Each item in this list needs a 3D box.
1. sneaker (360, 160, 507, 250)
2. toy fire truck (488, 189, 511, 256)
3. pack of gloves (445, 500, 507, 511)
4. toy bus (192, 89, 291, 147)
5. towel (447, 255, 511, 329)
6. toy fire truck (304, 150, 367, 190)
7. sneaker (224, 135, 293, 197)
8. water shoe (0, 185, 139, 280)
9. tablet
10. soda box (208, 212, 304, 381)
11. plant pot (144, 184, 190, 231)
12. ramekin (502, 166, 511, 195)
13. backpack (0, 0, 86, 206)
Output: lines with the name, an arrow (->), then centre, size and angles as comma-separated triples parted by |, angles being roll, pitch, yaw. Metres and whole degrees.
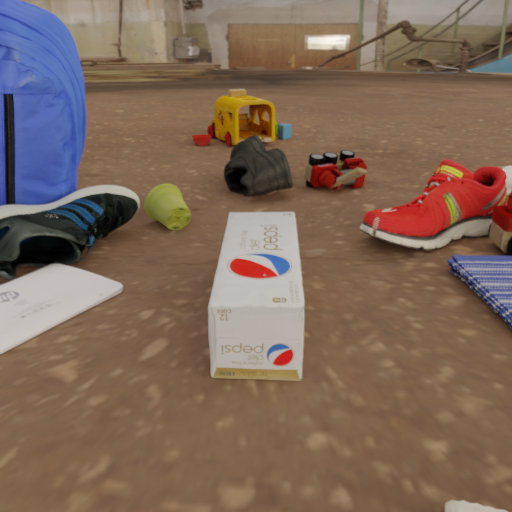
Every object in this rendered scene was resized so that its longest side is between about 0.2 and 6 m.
sneaker -> 3.015, -0.950, 9.449 | 3.106, 1.319, 1.196 | -13, 26, -29
toy fire truck -> 4.638, -1.040, 8.747 | 1.740, 1.977, 1.272 | -2, 24, -1
pack of gloves -> 2.080, 1.985, 1.962 | 3.053, 0.717, 3.634 | -5, 15, 25
toy bus -> -0.558, -4.367, 17.440 | 2.975, 1.537, 2.807 | 8, 24, 17
towel -> 3.689, 0.518, 7.422 | 1.593, 0.262, 2.201 | 0, 24, -7
toy fire truck -> 1.954, -1.788, 12.212 | 1.300, 0.950, 1.477 | -11, 36, -27
sneaker -> -0.221, -1.964, 12.435 | 1.250, 1.046, 2.755 | -22, 22, -12
water shoe -> -2.902, -0.304, 8.774 | 2.813, 1.006, 1.110 | -21, 57, -42
tablet -> -3.030, 0.641, 7.148 | 1.505, 0.158, 2.313 | 14, 26, 30
soda box -> 0.039, 0.332, 6.888 | 0.983, 0.918, 2.885 | 1, 22, 2
plant pot -> -1.537, -0.819, 10.085 | 0.744, 0.744, 0.684 | -14, 38, -30
ramekin -> 5.164, -1.516, 11.655 | 0.664, 0.664, 0.324 | -15, 57, -32
backpack -> -5.117, -1.893, 8.631 | 4.805, 3.905, 4.032 | 2, 44, -22
